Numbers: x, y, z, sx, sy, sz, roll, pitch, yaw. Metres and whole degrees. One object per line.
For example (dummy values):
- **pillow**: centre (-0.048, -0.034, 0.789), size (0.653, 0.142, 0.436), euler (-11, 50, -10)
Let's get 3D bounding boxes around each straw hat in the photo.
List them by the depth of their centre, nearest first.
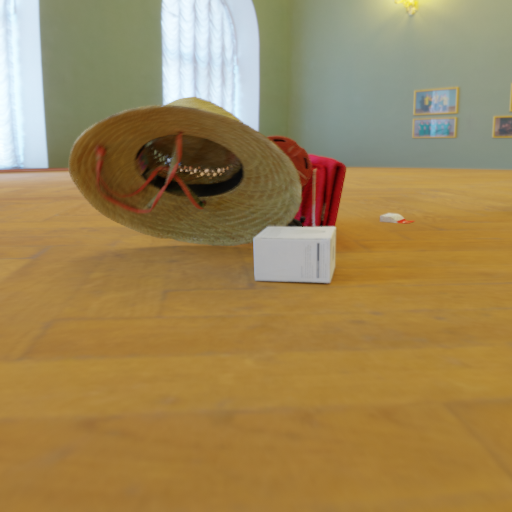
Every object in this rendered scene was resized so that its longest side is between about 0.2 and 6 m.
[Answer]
- **straw hat**: centre (-1.199, -1.980, 10.566), size (4.260, 1.803, 4.260), euler (5, -31, 3)

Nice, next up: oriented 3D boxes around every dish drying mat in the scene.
- **dish drying mat**: centre (1.283, -1.437, 13.191), size (0.436, 1.839, 4.788), euler (7, 11, -5)

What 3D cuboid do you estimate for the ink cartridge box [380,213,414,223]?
- **ink cartridge box**: centre (3.881, -1.027, 15.356), size (0.794, 0.188, 0.636), euler (6, 13, 34)

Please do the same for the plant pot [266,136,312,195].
- **plant pot**: centre (0.321, -1.621, 12.486), size (1.825, 1.825, 1.775), euler (-4, -22, -19)

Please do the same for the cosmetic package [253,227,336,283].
- **cosmetic package**: centre (0.657, -0.043, 9.119), size (1.204, 0.740, 1.200), euler (2, 12, 12)

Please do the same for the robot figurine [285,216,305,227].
- **robot figurine**: centre (0.716, -0.510, 11.622), size (0.672, 0.558, 0.894), euler (-6, -1, 6)
